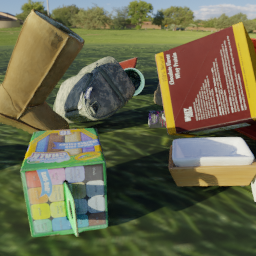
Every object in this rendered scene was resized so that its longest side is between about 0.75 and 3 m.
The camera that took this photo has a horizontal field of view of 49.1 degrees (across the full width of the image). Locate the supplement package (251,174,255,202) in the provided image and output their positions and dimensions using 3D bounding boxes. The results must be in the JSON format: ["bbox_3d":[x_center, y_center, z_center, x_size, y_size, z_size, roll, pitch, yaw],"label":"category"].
[{"bbox_3d":[2.876,1.042,5.343,0.838,0.631,0.636,6,21,15],"label":"supplement package"}]

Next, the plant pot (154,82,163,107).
[{"bbox_3d":[2.212,-1.971,11.591,2.189,1.900,2.189,1,22,0],"label":"plant pot"}]

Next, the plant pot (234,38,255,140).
[{"bbox_3d":[4.510,-1.225,8.930,2.412,2.737,2.734,5,17,-22],"label":"plant pot"}]

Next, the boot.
[{"bbox_3d":[-1.949,-1.124,7.215,2.480,2.832,0.936,19,26,-44],"label":"boot"}]

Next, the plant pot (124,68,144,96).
[{"bbox_3d":[0.137,-2.237,13.389,1.272,1.272,1.246,1,14,2],"label":"plant pot"}]

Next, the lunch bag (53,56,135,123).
[{"bbox_3d":[-1.159,-0.977,8.738,2.263,1.577,1.898,-5,39,51],"label":"lunch bag"}]

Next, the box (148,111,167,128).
[{"bbox_3d":[1.079,-0.289,9.039,0.812,0.496,0.431,0,15,-1],"label":"box"}]

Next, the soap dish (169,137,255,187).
[{"bbox_3d":[1.723,0.702,5.934,1.666,0.677,1.311,-3,17,11],"label":"soap dish"}]

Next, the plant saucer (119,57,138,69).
[{"bbox_3d":[-0.685,-2.784,14.262,2.454,0.450,2.449,-17,2,-1],"label":"plant saucer"}]

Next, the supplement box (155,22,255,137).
[{"bbox_3d":[2.140,-1.040,7.177,2.221,2.191,1.475,-14,-11,31],"label":"supplement box"}]

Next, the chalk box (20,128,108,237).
[{"bbox_3d":[-1.026,0.933,4.740,1.258,1.264,2.032,-4,19,-9],"label":"chalk box"}]
